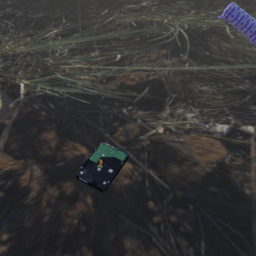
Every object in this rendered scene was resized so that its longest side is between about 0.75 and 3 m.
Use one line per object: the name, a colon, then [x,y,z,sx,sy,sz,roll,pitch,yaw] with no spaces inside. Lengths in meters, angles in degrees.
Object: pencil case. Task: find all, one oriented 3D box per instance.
pencil case: [3.160,-2.893,7.768,1.312,0.561,0.551,36,43,-2]

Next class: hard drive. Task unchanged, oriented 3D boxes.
hard drive: [-0.529,0.812,5.963,0.720,0.195,1.030,23,52,17]
